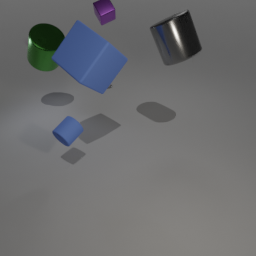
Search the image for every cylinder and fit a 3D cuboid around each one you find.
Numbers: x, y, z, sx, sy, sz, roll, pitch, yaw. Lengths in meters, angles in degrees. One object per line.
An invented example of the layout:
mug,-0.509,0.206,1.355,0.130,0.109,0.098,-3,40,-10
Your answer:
cylinder,-3.389,-3.292,11.536,1.400,1.400,1.400,10,62,-19
cylinder,-1.885,0.103,8.805,0.700,0.700,0.700,23,61,33
cylinder,1.635,-3.059,9.550,1.400,1.400,1.400,-23,20,9

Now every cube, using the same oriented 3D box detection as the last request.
cube,-0.984,-4.912,11.781,0.700,0.700,0.700,-27,79,-7
cube,-1.144,-2.120,8.604,1.400,1.400,1.400,41,10,22
